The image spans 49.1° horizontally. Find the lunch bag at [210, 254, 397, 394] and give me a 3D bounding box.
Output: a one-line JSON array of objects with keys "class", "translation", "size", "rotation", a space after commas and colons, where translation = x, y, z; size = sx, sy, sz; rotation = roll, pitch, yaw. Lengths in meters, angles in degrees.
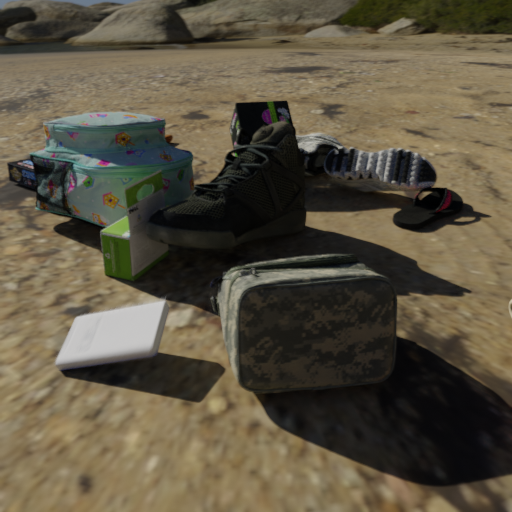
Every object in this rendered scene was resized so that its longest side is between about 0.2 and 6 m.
[{"class": "lunch bag", "translation": [0.473, 0.651, 6.382], "size": [1.859, 1.295, 1.559], "rotation": [-5, 12, -9]}]

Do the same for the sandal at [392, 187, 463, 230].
[{"class": "sandal", "translation": [3.393, -1.027, 10.833], "size": [0.800, 0.480, 2.130], "rotation": [21, 32, 37]}]

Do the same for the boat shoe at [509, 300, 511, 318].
[{"class": "boat shoe", "translation": [3.380, 1.044, 5.936], "size": [0.771, 0.877, 2.464], "rotation": [0, 22, 10]}]

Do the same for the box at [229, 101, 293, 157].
[{"class": "box", "translation": [0.178, -2.403, 12.190], "size": [1.213, 1.633, 1.015], "rotation": [-7, -19, -14]}]

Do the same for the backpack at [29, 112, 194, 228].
[{"class": "backpack", "translation": [-2.448, -1.533, 10.153], "size": [2.706, 2.075, 2.379], "rotation": [25, 28, 33]}]

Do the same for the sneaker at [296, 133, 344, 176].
[{"class": "sneaker", "translation": [0.888, -2.378, 13.096], "size": [2.768, 1.047, 1.214], "rotation": [-8, 27, -15]}]

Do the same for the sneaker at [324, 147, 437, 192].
[{"class": "sneaker", "translation": [2.618, -1.717, 11.749], "size": [2.308, 0.935, 0.867], "rotation": [13, 70, 24]}]

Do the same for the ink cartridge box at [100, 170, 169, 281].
[{"class": "ink cartridge box", "translation": [-1.861, -0.514, 8.567], "size": [0.551, 1.453, 1.074], "rotation": [10, 27, 20]}]

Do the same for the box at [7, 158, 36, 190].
[{"class": "box", "translation": [-4.156, -1.947, 12.791], "size": [2.086, 0.518, 2.071], "rotation": [17, 30, 32]}]

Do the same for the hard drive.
[{"class": "hard drive", "translation": [-1.650, 0.922, 6.507], "size": [1.186, 0.150, 0.782], "rotation": [-11, 36, 12]}]

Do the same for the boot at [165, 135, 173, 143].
[{"class": "boot", "translation": [-3.310, -3.308, 15.686], "size": [1.538, 0.559, 1.633], "rotation": [4, 24, 10]}]

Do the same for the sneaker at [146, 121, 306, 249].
[{"class": "sneaker", "translation": [-0.364, -1.169, 8.981], "size": [1.300, 1.948, 3.400], "rotation": [17, 23, 40]}]
